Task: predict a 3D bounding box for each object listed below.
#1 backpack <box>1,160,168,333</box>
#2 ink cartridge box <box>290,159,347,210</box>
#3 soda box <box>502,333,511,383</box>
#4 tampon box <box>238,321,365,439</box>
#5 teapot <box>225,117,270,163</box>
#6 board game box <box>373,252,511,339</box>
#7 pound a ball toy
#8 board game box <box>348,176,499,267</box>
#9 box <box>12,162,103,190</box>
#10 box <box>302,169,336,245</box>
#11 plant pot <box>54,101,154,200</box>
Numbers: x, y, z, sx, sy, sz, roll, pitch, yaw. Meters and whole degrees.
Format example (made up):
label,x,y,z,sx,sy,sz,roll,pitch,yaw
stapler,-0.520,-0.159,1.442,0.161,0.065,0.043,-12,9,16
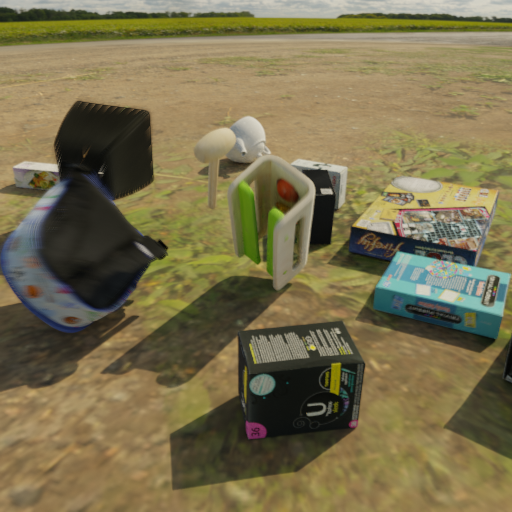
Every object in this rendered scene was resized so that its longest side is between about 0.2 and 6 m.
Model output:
label,x,y,z,sx,sy,sz,roll,pitch,yaw
backpack,-3.022,0.036,9.277,1.886,2.448,2.332,-37,19,23
ink cartridge box,1.574,-1.832,14.292,1.385,1.015,0.575,15,30,24
soda box,5.510,0.692,8.975,1.546,1.383,4.369,22,35,34
tampon box,0.546,1.635,7.450,1.493,1.119,0.943,-5,28,-9
teapot,-0.243,-3.406,17.216,1.576,1.555,1.151,-41,80,-21
board game box,3.346,0.644,10.053,2.084,0.489,1.573,13,30,24
pound a ball toy,0.105,-0.894,9.765,1.901,2.915,1.238,40,70,20
board game box,3.917,-0.814,12.701,2.541,0.649,3.751,14,30,24
box,-5.112,-2.093,15.237,3.064,0.593,0.635,7,28,13
box,1.370,-1.147,12.764,0.664,1.189,1.685,0,27,0
plant pot,-3.451,-2.210,12.432,1.820,1.824,1.618,9,35,8
